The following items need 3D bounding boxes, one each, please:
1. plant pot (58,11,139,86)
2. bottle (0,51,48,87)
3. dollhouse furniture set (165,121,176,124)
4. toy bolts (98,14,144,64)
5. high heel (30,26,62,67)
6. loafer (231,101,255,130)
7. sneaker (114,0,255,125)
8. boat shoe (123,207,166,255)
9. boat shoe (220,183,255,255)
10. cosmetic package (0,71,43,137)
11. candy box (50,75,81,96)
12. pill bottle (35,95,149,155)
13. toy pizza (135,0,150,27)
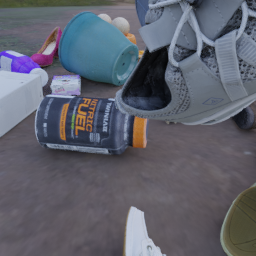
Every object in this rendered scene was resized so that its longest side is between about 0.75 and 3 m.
[{"bbox_3d":[-0.879,-2.671,10.071,2.174,2.314,2.314,30,38,21],"label":"plant pot"},{"bbox_3d":[-3.739,-2.019,9.864,0.847,1.084,2.594,-24,35,-38],"label":"bottle"},{"bbox_3d":[1.501,-0.810,7.809,1.212,0.859,1.319,-6,28,-10],"label":"dollhouse furniture set"},{"bbox_3d":[-0.306,-4.008,12.600,2.824,2.051,2.957,-23,35,-36],"label":"toy bolts"},{"bbox_3d":[-3.703,-3.691,12.695,0.987,1.405,2.930,9,29,17],"label":"high heel"},{"bbox_3d":[3.147,-0.497,7.532,0.702,0.722,1.978,10,33,-3],"label":"loafer"},{"bbox_3d":[0.715,-0.700,1.874,1.213,2.958,1.105,-10,67,-20],"label":"sneaker"},{"bbox_3d":[0.230,1.716,3.331,0.600,0.613,1.731,0,37,-1],"label":"boat shoe"},{"bbox_3d":[2.102,1.231,4.277,0.865,0.746,2.372,34,47,23],"label":"boat shoe"},{"bbox_3d":[-3.445,-0.683,7.422,1.367,0.983,2.422,7,28,10],"label":"cosmetic package"},{"bbox_3d":[-2.094,-1.455,9.532,0.929,0.396,1.107,-3,27,-6],"label":"candy box"},{"bbox_3d":[-0.695,-0.061,6.023,2.257,1.199,1.199,4,28,8],"label":"pill bottle"},{"bbox_3d":[0.881,-2.010,5.749,0.326,2.057,2.057,-38,37,-6],"label":"toy pizza"}]
